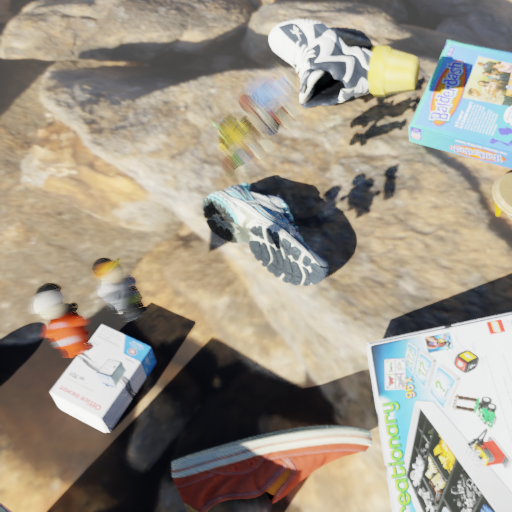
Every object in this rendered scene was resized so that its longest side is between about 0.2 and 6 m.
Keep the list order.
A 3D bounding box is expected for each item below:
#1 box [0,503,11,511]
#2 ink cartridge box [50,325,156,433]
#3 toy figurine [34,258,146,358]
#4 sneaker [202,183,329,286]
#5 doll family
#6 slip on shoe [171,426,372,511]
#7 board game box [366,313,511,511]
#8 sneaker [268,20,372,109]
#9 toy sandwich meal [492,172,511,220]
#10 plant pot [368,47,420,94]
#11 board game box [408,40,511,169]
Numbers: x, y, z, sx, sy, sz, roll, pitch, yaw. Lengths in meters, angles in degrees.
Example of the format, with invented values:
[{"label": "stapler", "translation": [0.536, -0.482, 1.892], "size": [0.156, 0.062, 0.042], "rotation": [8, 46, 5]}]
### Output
[{"label": "box", "translation": [-2.151, 3.804, 6.263], "size": [2.638, 2.096, 0.607], "rotation": [26, 56, 20]}, {"label": "ink cartridge box", "translation": [-2.361, 1.899, 8.763], "size": [0.987, 0.579, 1.348], "rotation": [21, 53, 16]}, {"label": "toy figurine", "translation": [-1.748, 0.463, 5.848], "size": [1.023, 1.039, 0.723], "rotation": [-33, 102, -13]}, {"label": "sneaker", "translation": [0.339, -0.575, 10.436], "size": [2.827, 1.097, 1.220], "rotation": [37, 57, 25]}, {"label": "doll family", "translation": [-0.054, -2.099, 8.823], "size": [0.778, 1.147, 1.984], "rotation": [50, 58, -18]}, {"label": "slip on shoe", "translation": [0.276, 2.926, 7.789], "size": [2.835, 1.050, 0.868], "rotation": [-11, 76, -10]}, {"label": "board game box", "translation": [2.989, 2.737, 7.499], "size": [2.460, 0.674, 3.897], "rotation": [-15, 49, 17]}, {"label": "sneaker", "translation": [1.261, -4.558, 13.474], "size": [3.110, 1.241, 2.024], "rotation": [36, 50, 13]}, {"label": "toy sandwich meal", "translation": [5.390, -1.154, 11.298], "size": [1.446, 0.495, 1.446], "rotation": [-1, 56, 1]}, {"label": "plant pot", "translation": [2.309, -3.065, 9.323], "size": [0.714, 0.759, 0.759], "rotation": [13, 52, 23]}, {"label": "board game box", "translation": [5.216, -3.203, 12.064], "size": [3.130, 0.704, 2.380], "rotation": [22, 79, 22]}]
